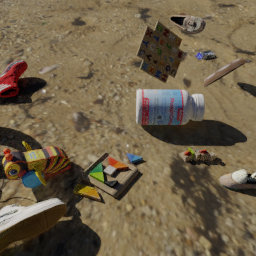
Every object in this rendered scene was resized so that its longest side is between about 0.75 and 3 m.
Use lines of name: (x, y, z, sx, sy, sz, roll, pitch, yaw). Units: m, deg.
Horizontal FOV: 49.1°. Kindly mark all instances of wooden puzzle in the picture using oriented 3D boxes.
wooden puzzle: (-0.611, 1.528, 9.545, 1.616, 0.280, 2.396, 20, 45, 21)

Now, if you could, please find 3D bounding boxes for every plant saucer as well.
plant saucer: (2.249, -1.319, 6.585, 1.119, 1.119, 0.179, -30, 88, -30)

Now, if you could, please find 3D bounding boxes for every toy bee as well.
toy bee: (-3.253, 1.235, 8.919, 1.895, 1.574, 2.895, 30, 49, 26)

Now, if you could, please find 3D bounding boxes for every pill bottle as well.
pill bottle: (1.659, -0.837, 11.353, 2.639, 1.435, 1.435, 0, 41, 1)

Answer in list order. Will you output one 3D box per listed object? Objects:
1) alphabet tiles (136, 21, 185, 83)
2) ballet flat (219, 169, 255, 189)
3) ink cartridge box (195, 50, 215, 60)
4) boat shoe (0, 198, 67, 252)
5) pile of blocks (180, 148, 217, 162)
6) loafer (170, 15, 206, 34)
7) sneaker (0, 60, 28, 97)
alphabet tiles: (1.052, -2.310, 8.706, 1.824, 1.518, 0.058, 19, 2, -41)
ballet flat: (3.959, 1.644, 9.154, 1.827, 0.614, 0.622, 3, 42, 4)
ink cartridge box: (4.434, -4.216, 16.136, 1.055, 0.207, 0.524, -15, 44, -15)
boat shoe: (-3.197, 2.575, 7.782, 2.918, 1.033, 1.011, -21, 46, -21)
pile of blocks: (2.566, 0.886, 10.172, 1.320, 0.410, 0.542, -1, 41, -1)
loafer: (2.692, -4.856, 12.997, 0.671, 0.767, 2.135, 8, 21, -30)
sneaker: (-5.474, -2.269, 13.568, 1.388, 0.941, 2.403, 29, 61, 18)
